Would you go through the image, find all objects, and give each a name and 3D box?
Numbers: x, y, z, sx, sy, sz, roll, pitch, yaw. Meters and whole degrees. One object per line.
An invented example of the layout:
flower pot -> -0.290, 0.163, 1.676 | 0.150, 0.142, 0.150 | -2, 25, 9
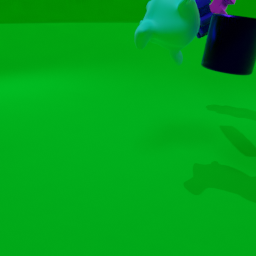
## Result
gear -> 1.568, -3.038, 6.804 | 0.309, 1.671, 1.671 | -25, 22, 6
cylinder -> 1.757, -1.411, 4.720 | 0.872, 0.872, 0.872 | 7, 22, -3
monkey head -> 0.735, -1.820, 5.107 | 1.022, 1.696, 1.220 | 21, 56, 14
gear -> 2.309, -3.986, 8.625 | 1.953, 1.953, 0.361 | 21, 7, 41
